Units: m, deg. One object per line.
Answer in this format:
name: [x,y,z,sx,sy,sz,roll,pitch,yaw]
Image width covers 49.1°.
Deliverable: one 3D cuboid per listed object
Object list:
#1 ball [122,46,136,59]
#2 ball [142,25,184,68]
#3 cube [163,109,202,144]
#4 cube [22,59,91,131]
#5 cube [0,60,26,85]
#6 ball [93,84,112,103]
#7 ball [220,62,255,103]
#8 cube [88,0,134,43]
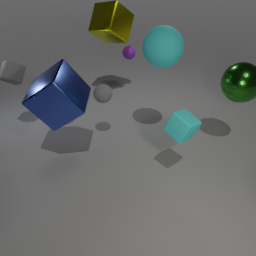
ball: [0.057,-3.960,14.701,0.700,0.700,0.700,0,31,0]
ball: [1.195,-2.760,9.546,1.400,1.400,1.400,0,31,0]
cube: [1.647,-0.056,8.468,0.700,0.700,0.700,-16,52,-45]
cube: [-2.235,-1.045,8.998,1.400,1.400,1.400,-27,36,25]
cube: [-4.361,-2.072,10.524,0.700,0.700,0.700,17,-8,-37]
ball: [-0.925,-1.269,10.312,0.700,0.700,0.700,0,31,0]
ball: [3.957,-1.580,9.763,1.400,1.400,1.400,0,31,0]
cube: [-0.771,-4.891,13.077,1.400,1.400,1.400,13,-1,37]
